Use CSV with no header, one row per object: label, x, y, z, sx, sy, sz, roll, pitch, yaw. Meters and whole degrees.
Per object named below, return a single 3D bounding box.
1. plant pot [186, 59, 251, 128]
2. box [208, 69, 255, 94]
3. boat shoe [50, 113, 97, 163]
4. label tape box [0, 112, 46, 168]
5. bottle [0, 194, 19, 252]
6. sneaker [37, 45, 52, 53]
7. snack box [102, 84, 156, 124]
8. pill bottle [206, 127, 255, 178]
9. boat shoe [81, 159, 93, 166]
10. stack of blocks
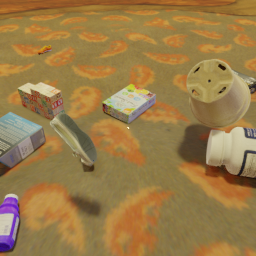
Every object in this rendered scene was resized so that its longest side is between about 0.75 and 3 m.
plant pot,2.407,-1.052,7.830,1.791,1.639,1.791,-7,73,25
box,4.356,-1.937,11.893,1.469,0.464,1.863,-26,45,-30
boat shoe,-1.143,0.259,5.952,1.261,0.405,0.465,50,30,-7
label tape box,-3.898,0.502,8.634,1.546,0.679,2.144,22,43,25
bottle,-2.906,2.209,6.664,0.569,0.445,1.363,-8,39,-3
sneaker,-4.462,-4.194,14.885,0.309,0.327,0.847,31,49,31
snack box,0.070,-0.968,10.669,1.257,0.468,1.767,26,45,29
pill bottle,3.439,0.689,7.850,2.275,1.362,1.362,8,39,11
boat shoe,-1.338,0.725,8.370,0.448,0.388,1.050,25,23,-28
stack of blocks,-3.225,-1.086,10.348,1.834,1.056,0.537,23,44,27
